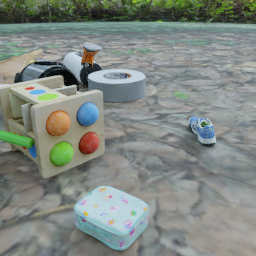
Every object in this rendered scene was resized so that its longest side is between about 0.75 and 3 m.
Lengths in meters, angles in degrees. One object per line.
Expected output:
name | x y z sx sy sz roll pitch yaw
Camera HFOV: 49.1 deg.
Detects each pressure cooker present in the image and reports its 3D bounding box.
pressure cooker | -2.656 -1.345 9.011 1.773 1.560 1.584 23 56 43

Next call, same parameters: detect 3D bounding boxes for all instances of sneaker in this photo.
sneaker | 1.988 -0.053 7.421 0.520 0.530 1.375 -5 24 -7
sneaker | -0.991 -1.858 7.315 0.448 0.647 1.155 13 17 -8

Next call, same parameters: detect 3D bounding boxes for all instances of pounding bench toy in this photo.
pounding bench toy | -1.975 0.027 6.009 2.523 1.567 1.968 -21 33 -38

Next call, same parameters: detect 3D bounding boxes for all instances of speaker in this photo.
speaker | -2.017 -2.581 12.273 1.069 1.069 2.633 -11 27 -23

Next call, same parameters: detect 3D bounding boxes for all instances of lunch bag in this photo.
lunch bag | -0.288 1.391 4.430 1.083 0.418 0.869 15 32 30

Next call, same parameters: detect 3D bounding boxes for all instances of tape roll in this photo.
tape roll | -0.421 -1.653 10.656 2.170 0.717 2.170 -1 25 0

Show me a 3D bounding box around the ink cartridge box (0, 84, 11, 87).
ink cartridge box | -4.833 -1.435 10.662 0.932 0.311 0.540 -3 25 -7
